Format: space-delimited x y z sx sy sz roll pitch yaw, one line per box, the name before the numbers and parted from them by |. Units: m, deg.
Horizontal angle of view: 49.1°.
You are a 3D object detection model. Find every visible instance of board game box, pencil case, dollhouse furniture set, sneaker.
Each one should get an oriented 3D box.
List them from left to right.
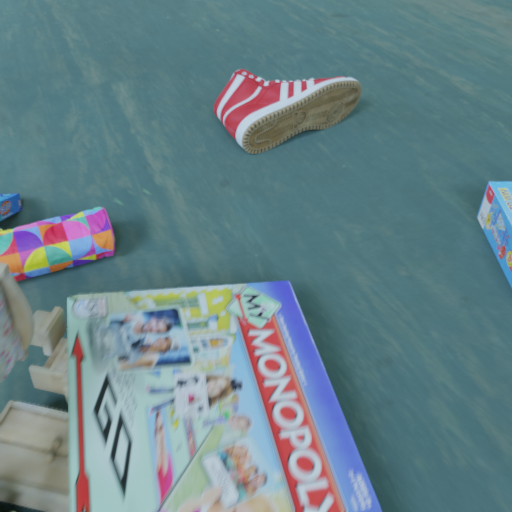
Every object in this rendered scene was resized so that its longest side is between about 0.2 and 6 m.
board game box | -5.175 -0.824 10.194 1.249 0.370 1.642 -3 15 -5
dollhouse furniture set | -2.242 1.216 5.953 1.776 3.637 3.102 11 41 4
pencil case | -3.575 -0.206 9.516 2.271 1.004 1.004 -14 44 -22
board game box | -0.485 2.311 6.559 3.245 0.702 4.823 -4 44 -17
sneaker | 0.674 -3.729 13.252 3.481 1.240 1.958 -25 51 -22
board game box | 5.803 -0.069 9.515 3.028 0.864 3.092 -1 43 0
